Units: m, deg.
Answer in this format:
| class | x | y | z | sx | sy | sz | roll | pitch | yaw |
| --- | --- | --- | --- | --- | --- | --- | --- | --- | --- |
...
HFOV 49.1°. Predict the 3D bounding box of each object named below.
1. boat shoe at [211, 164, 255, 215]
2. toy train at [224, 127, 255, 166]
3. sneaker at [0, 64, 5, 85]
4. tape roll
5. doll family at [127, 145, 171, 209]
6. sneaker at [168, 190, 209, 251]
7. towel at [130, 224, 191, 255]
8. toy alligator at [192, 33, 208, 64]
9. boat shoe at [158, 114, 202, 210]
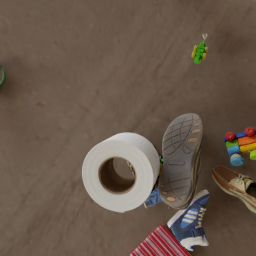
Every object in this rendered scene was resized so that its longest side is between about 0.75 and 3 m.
| class | x | y | z | sx | sy | sz | roll | pitch | yaw |
| --- | --- | --- | --- | --- | --- | --- | --- | --- | --- |
| boat shoe | 2.961 | 1.471 | 7.111 | 0.652 | 0.636 | 1.723 | -35 | 58 | -28 |
| toy train | 3.234 | 0.441 | 7.125 | 1.414 | 0.598 | 0.818 | -17 | 50 | 28 |
| sneaker | -3.838 | -1.304 | 7.779 | 0.510 | 0.556 | 1.306 | 7 | 69 | 2 |
| tape roll | -0.117 | 0.979 | 6.630 | 1.648 | 1.132 | 1.648 | 2 | 98 | 13 |
| doll family | 0.696 | 1.229 | 7.404 | 1.066 | 0.724 | 1.844 | -19 | 87 | -8 |
| sneaker | 1.794 | 2.392 | 7.069 | 1.419 | 0.572 | 1.039 | -45 | 60 | 6 |
| towel | 0.685 | 3.575 | 7.266 | 1.761 | 0.198 | 1.273 | -43 | 82 | -8 |
| toy alligator | 2.046 | -2.167 | 7.870 | 0.369 | 0.337 | 1.243 | 16 | 55 | 13 |
| boat shoe | 1.390 | 0.835 | 7.243 | 0.996 | 0.980 | 2.674 | 4 | 56 | 26 |
